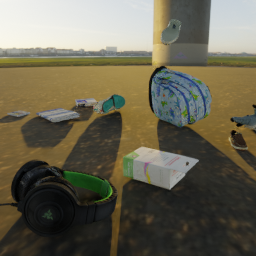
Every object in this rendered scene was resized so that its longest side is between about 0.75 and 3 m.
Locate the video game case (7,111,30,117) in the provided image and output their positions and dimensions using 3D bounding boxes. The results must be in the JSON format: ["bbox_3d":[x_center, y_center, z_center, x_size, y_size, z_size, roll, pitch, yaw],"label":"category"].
[{"bbox_3d":[-5.196,-0.688,13.313,0.775,0.086,0.706,11,19,32],"label":"video game case"}]

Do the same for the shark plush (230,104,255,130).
[{"bbox_3d":[4.889,-0.484,10.915,2.409,1.003,1.095,-4,16,-12],"label":"shark plush"}]

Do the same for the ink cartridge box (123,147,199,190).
[{"bbox_3d":[0.782,0.960,6.721,1.593,0.536,0.933,11,19,33],"label":"ink cartridge box"}]

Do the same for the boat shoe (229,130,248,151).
[{"bbox_3d":[3.514,0.355,9.020,0.437,0.438,1.183,0,16,0],"label":"boat shoe"}]

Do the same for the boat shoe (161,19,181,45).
[{"bbox_3d":[1.288,-2.777,8.448,0.484,0.494,1.387,21,48,7],"label":"boat shoe"}]

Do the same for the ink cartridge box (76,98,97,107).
[{"bbox_3d":[-2.331,-1.417,15.592,1.100,0.262,1.113,-6,15,-16],"label":"ink cartridge box"}]

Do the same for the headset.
[{"bbox_3d":[-1.507,1.028,5.053,2.838,1.333,1.753,3,11,-33],"label":"headset"}]

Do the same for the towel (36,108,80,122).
[{"bbox_3d":[-3.220,-0.598,12.778,1.377,0.223,1.875,-15,20,-36],"label":"towel"}]

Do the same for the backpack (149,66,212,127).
[{"bbox_3d":[2.073,-1.178,11.585,2.867,2.339,2.204,21,37,39],"label":"backpack"}]

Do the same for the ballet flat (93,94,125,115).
[{"bbox_3d":[-0.959,-1.207,13.849,0.742,0.878,2.321,-2,11,28],"label":"ballet flat"}]
